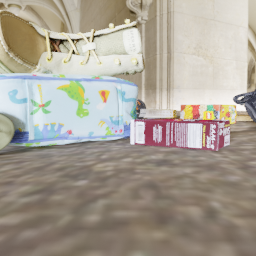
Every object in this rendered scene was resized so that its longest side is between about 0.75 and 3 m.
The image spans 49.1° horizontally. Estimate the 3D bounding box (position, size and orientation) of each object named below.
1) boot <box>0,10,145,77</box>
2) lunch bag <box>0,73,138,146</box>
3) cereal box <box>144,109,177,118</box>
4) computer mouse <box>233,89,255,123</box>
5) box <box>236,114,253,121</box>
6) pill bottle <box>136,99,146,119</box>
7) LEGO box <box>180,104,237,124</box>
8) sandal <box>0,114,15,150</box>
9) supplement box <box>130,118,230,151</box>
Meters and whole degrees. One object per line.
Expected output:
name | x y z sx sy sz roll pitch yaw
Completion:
boot | -0.787 -1.266 4.444 2.000 0.932 2.586 -7 -5 12
lunch bag | -1.145 -0.281 4.399 2.369 0.977 1.904 -4 6 -37
cereal box | 1.260 -0.738 14.095 2.240 0.443 1.612 1 4 15
computer mouse | 3.552 -0.488 7.010 1.385 0.527 2.001 -22 25 17
box | 3.829 -0.414 11.232 2.183 0.232 1.784 1 5 1
pill bottle | -0.071 -0.672 10.474 0.869 0.869 1.636 3 6 35
LEGO box | 2.493 -0.416 8.608 1.204 0.624 1.616 3 5 36
sandal | -1.649 0.087 2.582 0.374 0.521 1.312 13 7 34
supplement box | 0.728 0.060 3.954 1.246 0.379 0.678 3 5 31
